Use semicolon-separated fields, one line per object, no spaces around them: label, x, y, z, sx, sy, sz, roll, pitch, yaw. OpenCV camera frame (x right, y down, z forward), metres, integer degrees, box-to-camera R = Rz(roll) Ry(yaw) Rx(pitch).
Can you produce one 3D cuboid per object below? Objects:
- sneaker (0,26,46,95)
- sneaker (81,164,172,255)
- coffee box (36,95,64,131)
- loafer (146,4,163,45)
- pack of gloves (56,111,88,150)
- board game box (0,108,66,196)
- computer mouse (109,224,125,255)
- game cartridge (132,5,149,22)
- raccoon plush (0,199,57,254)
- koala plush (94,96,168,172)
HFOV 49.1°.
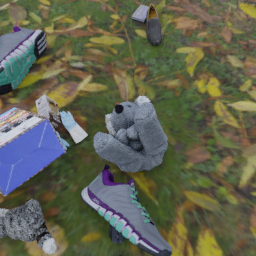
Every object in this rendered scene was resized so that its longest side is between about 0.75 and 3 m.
sneaker;-3.806;-2.183;8.798;1.307;1.111;2.987;19;49;5
sneaker;0.079;1.755;6.131;2.404;0.894;1.052;32;79;23
coffee box;-2.017;-0.364;7.183;0.351;0.498;0.881;-33;53;12
loafer;0.889;-3.689;10.000;0.594;0.590;1.633;-11;63;5
pack of gloves;-1.826;0.049;7.786;0.946;0.222;1.126;-37;70;-12
board game box;-2.733;0.420;6.498;1.603;0.974;2.011;-37;32;-29
computer mouse;-0.232;2.605;6.205;0.379;0.220;1.292;0;55;-6
game cartridge;0.553;-4.419;10.801;0.559;0.165;0.862;21;59;18
raccoon plush;-2.315;2.081;5.759;1.153;1.721;0.832;-11;99;-32
koala plush;0.071;0.012;7.211;1.669;1.730;1.883;-34;39;9
